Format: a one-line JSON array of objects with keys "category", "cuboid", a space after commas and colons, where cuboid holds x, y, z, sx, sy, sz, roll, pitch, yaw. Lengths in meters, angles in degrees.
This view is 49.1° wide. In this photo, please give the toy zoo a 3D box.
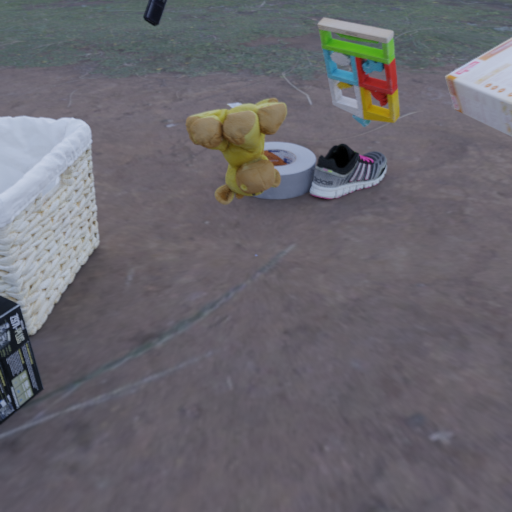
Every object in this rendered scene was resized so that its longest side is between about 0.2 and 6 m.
[{"category": "toy zoo", "cuboid": [1.675, -2.817, 8.940, 1.234, 1.881, 0.192, 27, 67, 33]}]

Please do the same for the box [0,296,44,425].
[{"category": "box", "cuboid": [-3.415, 1.379, 6.867, 0.634, 1.472, 1.206, 18, 37, 25]}]

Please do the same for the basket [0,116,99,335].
[{"category": "basket", "cuboid": [-4.426, -0.635, 9.019, 3.062, 2.462, 3.034, 4, 34, 8]}]

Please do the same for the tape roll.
[{"category": "tape roll", "cuboid": [0.421, -1.960, 12.706, 1.844, 0.609, 1.844, 0, 33, 0]}]

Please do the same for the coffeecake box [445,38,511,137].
[{"category": "coffeecake box", "cuboid": [4.090, -2.631, 8.601, 1.440, 0.685, 1.876, -30, 33, 2]}]

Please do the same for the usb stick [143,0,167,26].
[{"category": "usb stick", "cuboid": [-1.312, -3.667, 7.747, 0.260, 0.937, 0.153, 14, 10, -47]}]

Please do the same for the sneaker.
[{"category": "sneaker", "cuboid": [2.138, -2.047, 12.469, 2.305, 1.008, 0.850, -24, 40, -32]}]

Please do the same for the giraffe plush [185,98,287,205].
[{"category": "giraffe plush", "cuboid": [-0.183, -1.440, 8.043, 1.442, 1.355, 1.672, -8, 21, 6]}]
